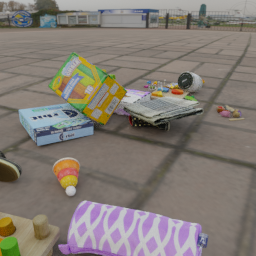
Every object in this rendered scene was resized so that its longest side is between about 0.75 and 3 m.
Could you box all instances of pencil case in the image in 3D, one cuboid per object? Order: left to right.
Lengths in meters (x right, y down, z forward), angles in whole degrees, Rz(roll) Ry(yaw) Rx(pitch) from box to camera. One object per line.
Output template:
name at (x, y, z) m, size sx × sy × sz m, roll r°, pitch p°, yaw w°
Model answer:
pencil case at (0.128, 2.141, 5.277) m, size 2.588 × 1.086 × 1.107 m, roll 7°, pitch 45°, yaw 18°

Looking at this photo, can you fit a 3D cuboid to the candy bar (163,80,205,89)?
candy bar at (3.253, -2.477, 15.965) m, size 2.850 × 0.316 × 0.711 m, roll -15°, pitch 19°, yaw -32°

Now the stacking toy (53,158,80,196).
stacking toy at (-1.594, 1.370, 7.500) m, size 0.751 × 0.751 × 1.028 m, roll -8°, pitch 41°, yaw -16°

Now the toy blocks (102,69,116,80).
toy blocks at (-1.959, -2.457, 15.422) m, size 2.180 × 1.089 × 1.490 m, roll 9°, pitch 36°, yaw 31°

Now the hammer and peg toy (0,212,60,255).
hammer and peg toy at (-2.689, 2.432, 4.638) m, size 2.035 × 0.975 × 2.766 m, roll 8°, pitch 26°, yaw 17°

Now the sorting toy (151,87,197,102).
sorting toy at (2.433, -1.707, 14.353) m, size 2.526 × 0.372 × 1.867 m, roll 13°, pitch 28°, yaw 27°

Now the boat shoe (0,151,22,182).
boat shoe at (-3.883, 0.947, 8.071) m, size 2.225 × 0.815 × 0.721 m, roll 10°, pitch 32°, yaw 22°

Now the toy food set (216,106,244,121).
toy food set at (4.436, -0.745, 12.420) m, size 0.976 × 0.242 × 1.535 m, roll -6°, pitch 25°, yaw -12°

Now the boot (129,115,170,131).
boot at (0.815, -0.218, 10.838) m, size 1.257 × 0.601 × 1.664 m, roll -6°, pitch 18°, yaw -15°

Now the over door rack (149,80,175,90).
over door rack at (1.817, -2.334, 15.261) m, size 0.936 × 0.422 × 1.267 m, roll -21°, pitch 17°, yaw -25°

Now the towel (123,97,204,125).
towel at (1.329, -0.784, 10.843) m, size 2.344 × 0.420 × 2.435 m, roll -13°, pitch 22°, yaw -26°

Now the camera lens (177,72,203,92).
camera lens at (3.300, -2.437, 14.921) m, size 0.989 × 0.989 × 1.236 m, roll 21°, pitch 12°, yaw 38°

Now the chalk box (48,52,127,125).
chalk box at (-1.789, -1.700, 11.195) m, size 2.801 × 1.743 × 1.734 m, roll 35°, pitch 2°, yaw 29°

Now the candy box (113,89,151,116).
candy box at (-0.036, -1.220, 12.943) m, size 1.559 × 0.665 × 1.858 m, roll 13°, pitch 27°, yaw 26°

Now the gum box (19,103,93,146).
gum box at (-2.828, -0.236, 10.840) m, size 2.120 × 0.556 × 2.496 m, roll -12°, pitch 26°, yaw -31°

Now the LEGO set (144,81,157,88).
LEGO set at (1.458, -2.493, 16.052) m, size 1.020 × 0.389 × 0.419 m, roll 12°, pitch 27°, yaw 21°
